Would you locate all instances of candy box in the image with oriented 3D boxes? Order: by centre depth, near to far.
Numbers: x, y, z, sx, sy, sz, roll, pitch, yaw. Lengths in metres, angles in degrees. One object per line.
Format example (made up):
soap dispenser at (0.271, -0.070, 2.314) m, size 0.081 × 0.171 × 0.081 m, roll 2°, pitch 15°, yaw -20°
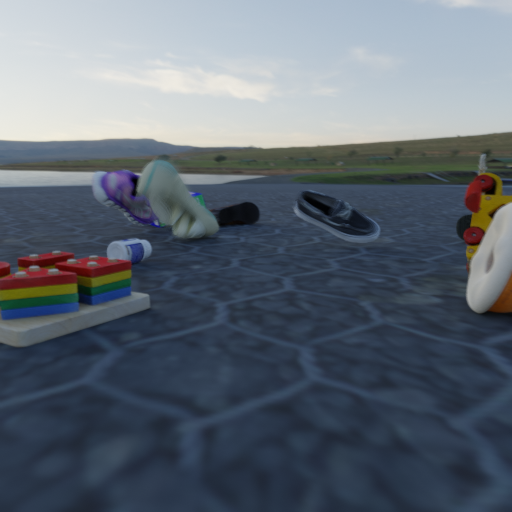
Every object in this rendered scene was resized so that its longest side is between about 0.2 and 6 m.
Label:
candy box at (-2.190, -1.247, 14.883) m, size 1.394 × 0.537 × 1.179 m, roll -24°, pitch 19°, yaw -23°

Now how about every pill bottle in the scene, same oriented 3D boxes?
pill bottle at (-2.019, -0.068, 9.007) m, size 0.404 × 0.404 × 0.676 m, roll 5°, pitch 10°, yaw 30°

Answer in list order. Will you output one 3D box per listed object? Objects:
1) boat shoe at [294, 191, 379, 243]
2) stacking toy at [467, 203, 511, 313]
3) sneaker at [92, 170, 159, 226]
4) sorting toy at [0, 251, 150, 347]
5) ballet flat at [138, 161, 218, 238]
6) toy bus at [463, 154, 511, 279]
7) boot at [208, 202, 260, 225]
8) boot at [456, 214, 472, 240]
boat shoe at (1.606, -0.820, 10.957) m, size 1.754 × 0.629 × 0.594 m, roll 25°, pitch -28°, yaw 9°
stacking toy at (3.189, 0.261, 5.813) m, size 1.699 × 1.242 × 1.242 m, roll 21°, pitch 13°, yaw 9°
sneaker at (-2.700, -1.369, 12.928) m, size 1.002 × 0.911 × 2.265 m, roll -16°, pitch -19°, yaw 20°
sorting toy at (-2.287, 0.341, 5.898) m, size 1.649 × 0.574 × 1.639 m, roll 6°, pitch 11°, yaw 32°
ballet flat at (-1.562, -0.861, 11.316) m, size 0.899 × 0.899 × 2.589 m, roll 5°, pitch -26°, yaw 28°
toy bus at (3.180, -0.379, 7.114) m, size 0.883 × 1.708 × 1.612 m, roll 6°, pitch 16°, yaw 27°
boot at (-1.024, -1.061, 15.408) m, size 1.812 × 0.620 × 1.706 m, roll -1°, pitch 13°, yaw 46°
boot at (5.637, -0.648, 11.716) m, size 2.370 × 0.860 × 2.155 m, roll 1°, pitch 6°, yaw -38°
